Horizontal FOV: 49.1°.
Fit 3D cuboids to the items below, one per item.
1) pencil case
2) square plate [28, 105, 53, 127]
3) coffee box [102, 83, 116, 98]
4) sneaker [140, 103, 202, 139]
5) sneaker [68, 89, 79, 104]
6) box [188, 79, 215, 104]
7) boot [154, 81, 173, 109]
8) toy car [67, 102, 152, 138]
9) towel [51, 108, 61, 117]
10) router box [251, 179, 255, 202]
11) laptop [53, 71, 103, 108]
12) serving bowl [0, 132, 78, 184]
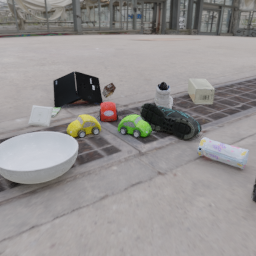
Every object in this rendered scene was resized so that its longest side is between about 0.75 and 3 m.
[{"bbox_3d":[2.767,0.721,8.178,1.420,0.590,0.644,17,2,29],"label":"pencil case"},{"bbox_3d":[-3.395,-0.487,10.873,0.822,0.814,0.117,6,-20,2],"label":"square plate"},{"bbox_3d":[-0.885,-1.731,12.936,0.456,0.318,0.797,-32,-5,-20],"label":"coffee box"},{"bbox_3d":[1.549,-0.261,10.379,2.499,0.942,0.991,28,26,33],"label":"sneaker"},{"bbox_3d":[-2.323,-1.720,13.736,1.846,0.616,0.990,-13,37,-21],"label":"sneaker"},{"bbox_3d":[3.606,-1.861,13.976,0.943,0.772,1.986,1,23,3],"label":"box"},{"bbox_3d":[1.658,-1.544,12.714,0.918,1.193,2.495,1,23,3],"label":"boot"},{"bbox_3d":[-0.442,-0.295,10.486,2.821,0.669,2.998,11,26,25],"label":"toy car"},{"bbox_3d":[-3.377,-0.679,12.102,0.748,0.154,1.002,3,21,2],"label":"towel"},{"bbox_3d":[4.549,1.517,6.041,2.109,0.874,2.815,-17,29,-34],"label":"router box"},{"bbox_3d":[-2.392,-1.705,13.362,2.013,1.040,1.784,10,51,-31],"label":"laptop"},{"bbox_3d":[-2.473,0.871,7.709,2.232,0.734,2.232,0,25,0],"label":"serving bowl"}]
